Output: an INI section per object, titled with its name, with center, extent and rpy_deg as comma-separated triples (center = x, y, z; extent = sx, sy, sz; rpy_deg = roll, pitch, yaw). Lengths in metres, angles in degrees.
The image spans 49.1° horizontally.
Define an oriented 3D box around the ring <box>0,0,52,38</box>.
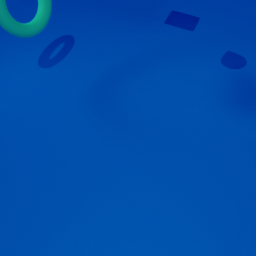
[ring]
center = -2.859, -3.448, 7.623
extent = 0.381, 1.906, 1.906
rpy_deg = 18, 54, 30
